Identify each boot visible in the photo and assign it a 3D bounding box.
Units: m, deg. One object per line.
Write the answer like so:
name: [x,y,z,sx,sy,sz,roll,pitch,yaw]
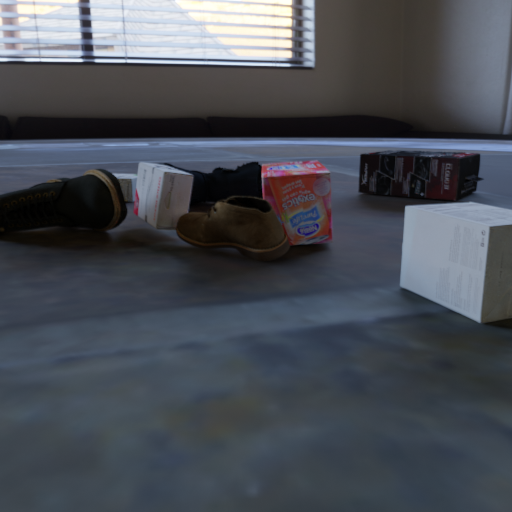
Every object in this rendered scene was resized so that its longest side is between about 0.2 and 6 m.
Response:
boot: [-3.613,-0.729,9.435,1.943,1.088,2.809,-20,13,-40]
boot: [-0.465,-0.557,8.445,2.210,0.834,0.813,10,40,42]
boot: [-0.926,-1.560,12.232,2.198,0.999,2.616,-1,8,13]

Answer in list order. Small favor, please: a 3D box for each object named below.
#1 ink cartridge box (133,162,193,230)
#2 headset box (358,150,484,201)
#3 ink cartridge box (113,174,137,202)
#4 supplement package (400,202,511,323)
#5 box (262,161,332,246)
ink cartridge box: [-1.638,-1.050,9.736,0.555,0.966,1.330,3,14,-31]
headset box: [4.302,-2.107,14.286,2.762,1.067,2.056,10,18,32]
ink cartridge box: [-3.402,-1.676,13.599,1.355,0.570,0.989,4,15,15]
supplement package: [2.411,0.000,6.173,0.995,1.002,1.320,-6,15,-22]
box: [0.656,-0.960,9.621,1.066,1.156,2.253,-4,15,2]
